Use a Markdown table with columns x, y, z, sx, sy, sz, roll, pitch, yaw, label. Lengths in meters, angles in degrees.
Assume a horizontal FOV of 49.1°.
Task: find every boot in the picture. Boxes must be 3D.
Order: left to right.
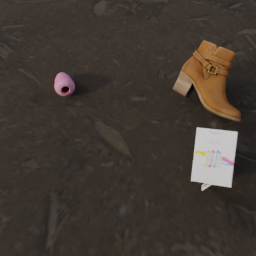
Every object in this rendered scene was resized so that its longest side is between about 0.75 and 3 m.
| x | y | z | sx | sy | sz | roll | pitch | yaw | label |
| --- | --- | --- | --- | --- | --- | --- | --- | --- | --- |
| 2.730 | -1.411 | 8.442 | 2.336 | 0.896 | 1.813 | 35 | 101 | 21 | boot |

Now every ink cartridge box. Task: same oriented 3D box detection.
| x | y | z | sx | sy | sz | roll | pitch | yaw | label |
| --- | --- | --- | --- | --- | --- | --- | --- | --- | --- |
| 2.066 | 0.768 | 6.793 | 0.918 | 0.942 | 1.465 | 6 | 90 | 16 | ink cartridge box |

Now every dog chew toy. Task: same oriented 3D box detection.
| x | y | z | sx | sy | sz | roll | pitch | yaw | label |
| --- | --- | --- | --- | --- | --- | --- | --- | --- | --- |
| -2.135 | -1.501 | 9.272 | 0.647 | 0.647 | 1.039 | -15 | 41 | -11 | dog chew toy |
